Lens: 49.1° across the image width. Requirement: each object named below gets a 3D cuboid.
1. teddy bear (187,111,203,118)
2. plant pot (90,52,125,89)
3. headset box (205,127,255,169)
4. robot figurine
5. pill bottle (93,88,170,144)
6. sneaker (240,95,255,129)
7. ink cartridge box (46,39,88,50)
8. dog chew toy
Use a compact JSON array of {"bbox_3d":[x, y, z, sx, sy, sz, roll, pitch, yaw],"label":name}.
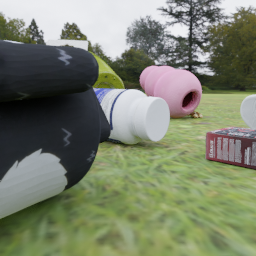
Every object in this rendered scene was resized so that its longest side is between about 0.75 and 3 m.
[{"bbox_3d":[2.656,-0.515,11.142,0.565,0.260,0.779,-13,21,-29],"label":"teddy bear"},{"bbox_3d":[-1.511,-1.683,11.726,2.829,2.829,2.724,-5,21,-29],"label":"plant pot"},{"bbox_3d":[1.978,0.297,4.618,0.966,0.488,1.300,-8,12,-44],"label":"headset box"},{"bbox_3d":[-1.331,0.039,2.565,1.681,2.024,2.694,29,22,26],"label":"robot figurine"},{"bbox_3d":[-0.148,-0.263,6.102,1.952,1.168,1.168,9,12,39],"label":"pill bottle"},{"bbox_3d":[4.154,-0.156,6.514,1.542,1.007,2.757,-1,16,-28],"label":"sneaker"},{"bbox_3d":[-1.616,-1.228,7.344,1.185,2.023,0.681,4,-10,5],"label":"ink cartridge box"},{"bbox_3d":[1.526,-1.642,11.287,1.858,1.858,2.984,-5,30,-32],"label":"dog chew toy"}]
